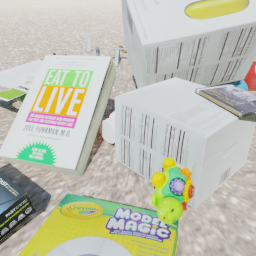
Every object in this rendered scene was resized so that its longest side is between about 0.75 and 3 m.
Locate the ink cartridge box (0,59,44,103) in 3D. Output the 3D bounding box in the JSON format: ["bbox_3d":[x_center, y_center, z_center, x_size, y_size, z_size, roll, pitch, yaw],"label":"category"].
[{"bbox_3d":[-2.748,-1.023,7.924,2.007,1.029,2.716,18,35,29],"label":"ink cartridge box"}]

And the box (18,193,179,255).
[{"bbox_3d":[-0.399,1.771,3.151,1.750,0.722,2.983,8,22,13],"label":"box"}]

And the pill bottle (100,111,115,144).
[{"bbox_3d":[0.025,-0.142,6.640,0.761,0.761,1.368,25,38,37],"label":"pill bottle"}]

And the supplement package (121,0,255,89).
[{"bbox_3d":[1.506,-2.445,7.183,2.950,2.222,2.238,-13,63,-4],"label":"supplement package"}]

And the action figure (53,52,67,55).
[{"bbox_3d":[-2.959,-2.984,12.004,0.865,0.461,1.330,7,26,23],"label":"action figure"}]

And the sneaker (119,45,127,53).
[{"bbox_3d":[-0.135,-3.950,13.802,0.398,0.343,0.908,-8,31,-15],"label":"sneaker"}]

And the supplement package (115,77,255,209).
[{"bbox_3d":[1.072,0.105,5.444,1.899,1.461,1.986,-23,37,-39],"label":"supplement package"}]

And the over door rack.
[{"bbox_3d":[-0.484,-2.924,11.167,2.036,0.918,2.756,1,9,2],"label":"over door rack"}]

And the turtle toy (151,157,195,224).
[{"bbox_3d":[0.626,0.910,3.878,0.500,0.721,0.989,5,29,32],"label":"turtle toy"}]

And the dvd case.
[{"bbox_3d":[1.929,-0.532,5.049,0.887,0.095,1.193,-10,30,-23],"label":"dvd case"}]

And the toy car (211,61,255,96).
[{"bbox_3d":[3.489,-2.324,8.876,2.174,2.359,2.086,-24,38,-35],"label":"toy car"}]

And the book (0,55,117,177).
[{"bbox_3d":[-1.446,-0.390,6.084,1.761,0.634,2.636,8,64,15],"label":"book"}]

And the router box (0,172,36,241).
[{"bbox_3d":[-2.367,1.168,4.300,1.524,0.473,1.142,24,47,32],"label":"router box"}]
